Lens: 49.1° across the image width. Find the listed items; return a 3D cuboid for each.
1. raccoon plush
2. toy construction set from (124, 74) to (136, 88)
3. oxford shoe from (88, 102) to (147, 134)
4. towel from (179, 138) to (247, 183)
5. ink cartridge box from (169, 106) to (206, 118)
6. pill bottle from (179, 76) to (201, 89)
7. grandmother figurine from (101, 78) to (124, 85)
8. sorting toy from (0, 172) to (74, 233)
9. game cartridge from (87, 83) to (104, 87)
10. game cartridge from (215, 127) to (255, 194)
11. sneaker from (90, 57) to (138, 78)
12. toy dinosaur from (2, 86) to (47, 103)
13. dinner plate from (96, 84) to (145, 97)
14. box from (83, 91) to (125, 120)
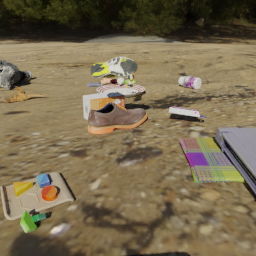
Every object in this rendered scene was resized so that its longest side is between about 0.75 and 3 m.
[{"bbox_3d":[-5.928,-2.866,14.946,1.896,1.369,2.830,24,30,32],"label":"raccoon plush"},{"bbox_3d":[0.000,-1.949,10.245,0.435,0.944,0.619,-26,6,-10],"label":"toy construction set"},{"bbox_3d":[-0.251,-0.425,8.995,2.237,0.816,0.798,-16,26,-37],"label":"oxford shoe"},{"bbox_3d":[2.187,0.727,6.781,1.611,0.255,2.244,1,21,0],"label":"towel"},{"bbox_3d":[1.967,-0.520,9.200,1.207,0.224,0.572,12,9,12],"label":"ink cartridge box"},{"bbox_3d":[3.161,-2.343,14.373,1.071,0.601,0.601,19,28,41],"label":"pill bottle"},{"bbox_3d":[-0.770,-2.370,14.225,1.320,0.400,0.800,1,16,36],"label":"grandmother figurine"},{"bbox_3d":[-1.668,1.309,5.230,1.228,0.245,1.661,-10,23,-25],"label":"sorting toy"},{"bbox_3d":[-1.714,-2.294,14.888,0.890,0.171,0.577,1,25,2],"label":"game cartridge"},{"bbox_3d":[3.208,0.801,5.916,1.815,0.537,2.799,4,27,-7],"label":"game cartridge"},{"bbox_3d":[-0.342,-1.664,7.730,1.388,0.517,0.587,1,10,25],"label":"sneaker"},{"bbox_3d":[-4.524,-1.381,12.212,1.774,0.536,0.942,-16,50,-25],"label":"toy dinosaur"},{"bbox_3d":[-0.341,-1.755,13.285,2.303,0.279,2.303,1,21,0],"label":"dinner plate"},{"bbox_3d":[-0.839,-0.762,9.868,1.337,0.832,0.652,-12,24,-29],"label":"box"}]
